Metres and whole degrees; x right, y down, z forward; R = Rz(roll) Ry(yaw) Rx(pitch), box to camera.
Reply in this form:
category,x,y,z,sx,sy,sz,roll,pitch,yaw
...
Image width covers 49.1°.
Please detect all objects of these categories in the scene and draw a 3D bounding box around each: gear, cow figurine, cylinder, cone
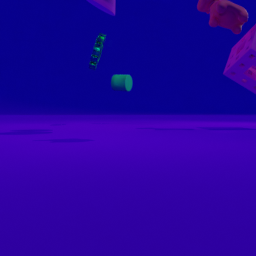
category,x,y,z,sx,sy,sz,roll,pitch,yaw
gear,-1.293,-3.217,11.836,0.281,1.521,1.521,18,1,-6
cow figurine,2.972,-3.687,8.774,1.603,0.880,1.577,21,44,3
cylinder,-0.287,-2.074,12.906,0.741,0.741,0.741,6,6,27
cone,-0.578,-3.878,7.853,0.999,1.003,0.999,28,12,-6

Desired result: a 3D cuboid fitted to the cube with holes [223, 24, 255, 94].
category,x,y,z,sx,sy,sz,roll,pitch,yaw
cube with holes,4.121,-2.188,8.889,1.327,1.327,1.327,30,-29,-4
